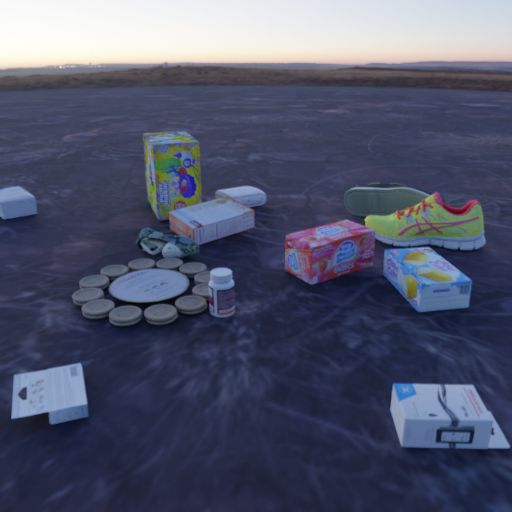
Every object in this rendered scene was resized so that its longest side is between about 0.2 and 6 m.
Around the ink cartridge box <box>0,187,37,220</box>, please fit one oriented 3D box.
[{"bbox_3d":[-6.348,-1.384,14.555,0.857,0.502,1.186,-17,28,-36],"label":"ink cartridge box"}]

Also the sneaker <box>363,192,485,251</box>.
[{"bbox_3d":[3.684,-0.842,12.322,2.619,1.183,1.024,3,23,10],"label":"sneaker"}]

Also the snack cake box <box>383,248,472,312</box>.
[{"bbox_3d":[3.035,0.388,10.100,0.931,0.544,1.619,-5,22,-9],"label":"snack cake box"}]

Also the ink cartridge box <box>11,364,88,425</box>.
[{"bbox_3d":[-2.614,1.772,7.108,0.855,0.215,0.985,-8,23,-18],"label":"ink cartridge box"}]

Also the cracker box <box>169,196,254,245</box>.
[{"bbox_3d":[-1.025,-0.833,13.020,1.679,0.484,1.125,-18,34,-32],"label":"cracker box"}]

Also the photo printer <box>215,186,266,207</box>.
[{"bbox_3d":[-0.381,-1.592,15.216,1.177,0.409,0.979,-13,24,-31],"label":"photo printer"}]

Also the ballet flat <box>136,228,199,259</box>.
[{"bbox_3d":[-1.897,-0.171,11.709,1.563,0.580,0.580,13,25,34],"label":"ballet flat"}]

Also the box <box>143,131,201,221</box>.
[{"bbox_3d":[-2.184,-2.115,14.494,1.164,1.909,1.839,-7,23,-16],"label":"box"}]

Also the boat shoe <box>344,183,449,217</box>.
[{"bbox_3d":[3.531,-1.340,13.818,2.747,0.979,0.827,16,30,39],"label":"boat shoe"}]

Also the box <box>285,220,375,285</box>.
[{"bbox_3d":[1.454,-0.107,11.010,1.659,0.785,0.851,-14,26,-32],"label":"box"}]

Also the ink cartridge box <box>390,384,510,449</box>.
[{"bbox_3d":[2.271,1.872,6.578,1.231,0.417,0.714,1,22,2],"label":"ink cartridge box"}]

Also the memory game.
[{"bbox_3d":[-1.925,0.595,10.098,2.695,0.172,2.695,0,22,0],"label":"memory game"}]

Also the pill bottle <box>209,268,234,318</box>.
[{"bbox_3d":[-0.572,0.606,9.294,0.423,0.742,0.423,0,22,0],"label":"pill bottle"}]
